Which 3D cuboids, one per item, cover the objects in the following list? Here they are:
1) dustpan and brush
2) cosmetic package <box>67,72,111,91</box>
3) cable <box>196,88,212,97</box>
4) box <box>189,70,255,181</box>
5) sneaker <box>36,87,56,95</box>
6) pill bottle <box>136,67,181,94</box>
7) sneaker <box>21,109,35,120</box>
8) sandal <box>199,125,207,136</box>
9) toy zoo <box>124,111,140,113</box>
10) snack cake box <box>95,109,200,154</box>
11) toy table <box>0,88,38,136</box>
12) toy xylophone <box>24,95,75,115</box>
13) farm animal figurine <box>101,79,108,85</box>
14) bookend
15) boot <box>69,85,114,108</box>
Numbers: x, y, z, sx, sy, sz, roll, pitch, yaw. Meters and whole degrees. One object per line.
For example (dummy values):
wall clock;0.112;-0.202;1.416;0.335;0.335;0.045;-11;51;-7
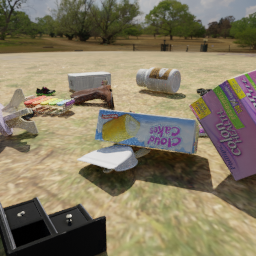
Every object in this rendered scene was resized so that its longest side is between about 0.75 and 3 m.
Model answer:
dustpan and brush;-0.120;0.814;7.929;1.528;0.627;2.190;6;25;45
cosmetic package;-2.423;-2.996;17.850;2.457;0.997;1.387;-13;21;-30
cable;4.387;-1.942;16.095;1.053;0.546;2.168;-21;11;-9
box;3.337;-0.234;7.743;2.623;2.307;1.268;-21;-11;-45
sneaker;-4.775;-2.153;16.242;1.168;0.489;0.448;-1;20;-3
pill bottle;1.814;-2.932;17.015;2.503;1.431;1.431;13;23;32
sneaker;-4.636;-0.441;11.551;1.444;0.580;0.623;-11;6;-40
sandal;2.738;0.040;10.207;1.550;0.381;0.631;2;20;6
toy zoo;-0.005;-0.607;12.455;0.992;0.102;0.651;7;21;19
snack cake box;0.633;0.133;8.339;2.792;0.938;1.605;7;-5;19
toy table;-4.014;-0.437;9.972;1.093;1.716;1.867;-21;20;-12
toy xylophone;-3.641;-1.155;13.252;2.397;0.602;1.755;4;19;9
farm animal figurine;-1.247;-2.086;15.154;0.451;0.866;0.856;7;62;-13
bookend;-1.402;1.722;4.966;1.548;0.713;1.538;-11;22;-29
boot;-1.835;-1.446;14.106;2.168;0.696;2.020;-10;32;-4
